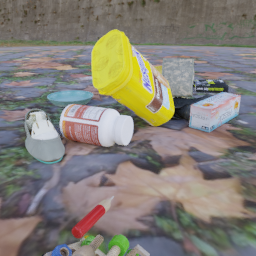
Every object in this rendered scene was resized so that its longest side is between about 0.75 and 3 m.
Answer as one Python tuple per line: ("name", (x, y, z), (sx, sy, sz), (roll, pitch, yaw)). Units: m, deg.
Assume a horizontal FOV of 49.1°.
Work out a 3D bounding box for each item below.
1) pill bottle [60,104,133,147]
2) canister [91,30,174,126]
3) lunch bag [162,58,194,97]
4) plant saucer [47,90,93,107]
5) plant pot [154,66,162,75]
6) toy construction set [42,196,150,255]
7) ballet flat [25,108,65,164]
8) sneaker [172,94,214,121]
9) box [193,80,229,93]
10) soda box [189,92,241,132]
("pill bottle", (-0.905, -0.058, 8.265), (1.989, 1.116, 1.116), (9, 22, 22))
("canister", (0.253, -1.521, 9.284), (1.259, 2.910, 2.161), (-28, 51, 28))
("lunch bag", (1.948, -1.893, 11.031), (1.256, 1.532, 0.901), (4, -16, 13))
("plant saucer", (-2.615, -1.321, 12.816), (2.076, 0.373, 2.076), (-1, 20, 0))
("plant pot", (1.728, -2.788, 15.875), (1.129, 1.129, 0.996), (-12, 35, -29))
("toy construction set", (-0.290, 1.601, 3.444), (1.381, 1.656, 1.273), (17, 20, 19))
("ballet flat", (-2.597, 0.083, 8.273), (0.974, 0.920, 2.890), (-10, 23, -24))
("sneaker", (2.338, -0.911, 11.101), (1.375, 0.792, 2.637), (22, 32, 35))
("box", (4.516, -2.340, 15.481), (1.697, 0.418, 1.758), (0, 21, 8))
("soda box", (3.241, -0.646, 10.287), (0.804, 0.865, 2.531), (18, 27, 39))
